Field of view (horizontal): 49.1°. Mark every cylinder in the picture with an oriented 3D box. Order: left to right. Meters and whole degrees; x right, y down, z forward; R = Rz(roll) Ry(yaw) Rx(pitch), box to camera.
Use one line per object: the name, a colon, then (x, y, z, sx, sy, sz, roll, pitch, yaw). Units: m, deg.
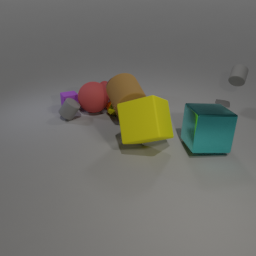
cylinder: (-2.542, -0.829, 12.173, 0.700, 0.700, 0.700, 32, 22, -15)
cylinder: (-0.059, -1.328, 11.648, 1.400, 1.400, 1.400, -10, 47, -17)
cylinder: (4.836, -2.302, 12.260, 0.700, 0.700, 0.700, 15, 65, 24)

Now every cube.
cube: (-2.740, -1.292, 13.170, 0.700, 0.700, 0.700, -12, 26, -23)
cube: (0.627, -0.234, 9.786, 1.400, 1.400, 1.400, -12, -8, 27)
cube: (2.815, -0.023, 9.959, 1.400, 1.400, 1.400, 1, 21, -8)

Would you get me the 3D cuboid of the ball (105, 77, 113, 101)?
ball: (-0.407, -1.813, 13.489, 1.400, 1.400, 1.400, 0, 29, 0)

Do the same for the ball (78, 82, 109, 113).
ball: (-1.567, -1.392, 12.682, 1.400, 1.400, 1.400, 0, 29, 0)

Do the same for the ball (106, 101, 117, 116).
ball: (-0.624, -0.910, 12.601, 0.700, 0.700, 0.700, 0, 29, 0)

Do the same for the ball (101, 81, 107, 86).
ball: (-1.206, -2.095, 14.586, 0.700, 0.700, 0.700, 0, 29, 0)
